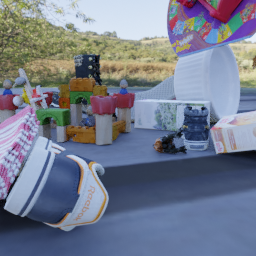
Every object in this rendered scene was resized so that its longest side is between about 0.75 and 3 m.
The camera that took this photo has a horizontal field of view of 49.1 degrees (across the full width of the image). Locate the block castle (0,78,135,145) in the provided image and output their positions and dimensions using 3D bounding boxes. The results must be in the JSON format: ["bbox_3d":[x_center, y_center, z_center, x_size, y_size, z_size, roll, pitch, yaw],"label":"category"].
[{"bbox_3d":[-1.403,-0.515,6.730,2.925,1.372,1.955,3,10,18],"label":"block castle"}]

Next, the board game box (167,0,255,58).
[{"bbox_3d":[1.415,-2.588,5.055,0.554,2.248,2.845,7,-2,-31],"label":"board game box"}]

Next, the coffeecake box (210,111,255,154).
[{"bbox_3d":[2.330,0.011,5.063,1.351,0.494,1.037,-11,10,34],"label":"coffeecake box"}]

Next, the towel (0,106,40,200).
[{"bbox_3d":[-1.729,0.352,2.956,1.361,0.278,1.860,-20,23,1],"label":"towel"}]

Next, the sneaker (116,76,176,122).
[{"bbox_3d":[0.801,-0.714,9.243,2.433,0.916,1.272,-28,-24,-5],"label":"sneaker"}]

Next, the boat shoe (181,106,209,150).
[{"bbox_3d":[1.472,-0.108,6.041,0.625,0.801,1.765,1,10,8],"label":"boat shoe"}]

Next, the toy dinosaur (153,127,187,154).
[{"bbox_3d":[0.717,0.319,5.132,0.623,0.469,0.918,-11,23,25],"label":"toy dinosaur"}]

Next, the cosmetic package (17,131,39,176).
[{"bbox_3d":[-1.919,0.336,4.119,1.120,0.602,0.475,0,9,10],"label":"cosmetic package"}]

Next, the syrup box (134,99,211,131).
[{"bbox_3d":[1.168,-0.357,7.568,1.928,0.759,0.785,4,11,26],"label":"syrup box"}]

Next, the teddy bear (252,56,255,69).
[{"bbox_3d":[3.226,-1.845,5.189,1.670,0.769,2.303,-24,-9,3],"label":"teddy bear"}]

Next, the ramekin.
[{"bbox_3d":[2.443,-1.331,8.617,1.200,2.461,2.461,-2,6,40],"label":"ramekin"}]

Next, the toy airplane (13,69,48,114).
[{"bbox_3d":[-2.175,-0.649,6.218,0.718,1.017,1.013,-20,-24,-18],"label":"toy airplane"}]

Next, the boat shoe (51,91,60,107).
[{"bbox_3d":[-3.380,-1.463,14.008,0.914,0.729,2.416,-9,13,-41],"label":"boat shoe"}]

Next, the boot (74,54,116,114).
[{"bbox_3d":[-1.192,-1.682,10.721,1.092,2.286,3.026,-9,13,-41],"label":"boot"}]

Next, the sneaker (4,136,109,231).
[{"bbox_3d":[-0.706,0.530,2.718,0.719,0.710,1.811,26,-6,-17],"label":"sneaker"}]
